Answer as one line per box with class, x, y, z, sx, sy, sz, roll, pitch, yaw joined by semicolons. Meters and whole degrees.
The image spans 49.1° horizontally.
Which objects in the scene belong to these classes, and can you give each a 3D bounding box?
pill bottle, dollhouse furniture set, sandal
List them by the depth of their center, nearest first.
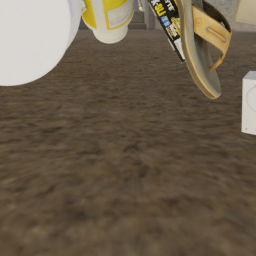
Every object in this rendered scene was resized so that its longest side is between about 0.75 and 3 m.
pill bottle;-1.438;-1.758;3.658;1.626;1.626;2.846;-4;33;-10
dollhouse furniture set;2.317;-2.515;3.961;1.061;2.037;2.059;13;31;12
sandal;1.397;-1.865;4.979;0.780;2.887;1.159;-5;22;29
pill bottle;-0.667;-3.893;8.247;1.672;1.672;2.985;1;-18;2

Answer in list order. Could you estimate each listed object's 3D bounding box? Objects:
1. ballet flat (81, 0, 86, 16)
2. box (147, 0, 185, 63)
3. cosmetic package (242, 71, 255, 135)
ballet flat;-1.476;-3.075;7.363;0.723;0.651;1.919;-25;26;19
box;1.210;-3.304;8.080;0.677;2.190;2.743;-29;22;20
cosmetic package;2.054;-0.241;3.556;1.120;0.844;0.289;15;43;38
